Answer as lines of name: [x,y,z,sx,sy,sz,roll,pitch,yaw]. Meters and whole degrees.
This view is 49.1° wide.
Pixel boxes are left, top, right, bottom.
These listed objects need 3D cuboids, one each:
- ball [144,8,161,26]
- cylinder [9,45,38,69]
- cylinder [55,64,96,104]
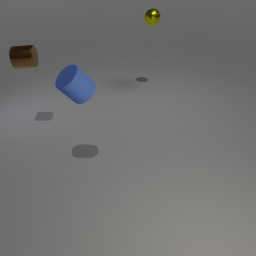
ball: [1.056,-4.757,12.031,0.700,0.700,0.700,0,32,0]
cylinder: [-3.328,-2.283,8.989,0.700,0.700,0.700,-4,32,0]
cylinder: [-1.254,-1.041,6.741,0.700,0.700,0.700,-19,53,27]
